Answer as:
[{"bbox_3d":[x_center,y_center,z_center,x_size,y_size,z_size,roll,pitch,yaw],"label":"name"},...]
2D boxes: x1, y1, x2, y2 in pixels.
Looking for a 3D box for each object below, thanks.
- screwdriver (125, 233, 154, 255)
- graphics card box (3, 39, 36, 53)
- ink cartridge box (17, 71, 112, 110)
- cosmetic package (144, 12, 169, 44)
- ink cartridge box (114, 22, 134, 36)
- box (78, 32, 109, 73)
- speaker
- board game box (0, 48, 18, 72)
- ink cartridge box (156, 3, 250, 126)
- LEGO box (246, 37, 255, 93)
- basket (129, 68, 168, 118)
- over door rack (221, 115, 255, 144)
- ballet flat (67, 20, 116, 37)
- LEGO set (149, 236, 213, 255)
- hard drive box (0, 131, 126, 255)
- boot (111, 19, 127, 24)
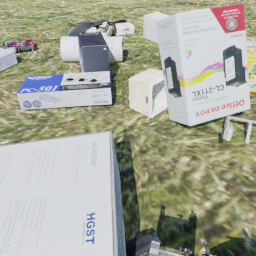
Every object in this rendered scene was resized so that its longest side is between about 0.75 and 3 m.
[{"bbox_3d":[-0.608,2.101,4.009,2.278,0.331,0.318,-20,63,-16],"label":"screwdriver"},{"bbox_3d":[-4.409,-3.292,11.324,1.178,0.300,0.739,-14,39,-16],"label":"graphics card box"},{"bbox_3d":[-1.720,-1.097,8.022,2.488,0.550,1.170,-4,34,-1],"label":"ink cartridge box"},{"bbox_3d":[1.567,-4.133,11.841,0.830,1.053,1.956,-26,42,-28],"label":"cosmetic package"},{"bbox_3d":[-0.226,-4.637,13.097,0.909,0.385,0.662,-11,38,-17],"label":"ink cartridge box"},{"bbox_3d":[-1.111,-2.198,8.926,0.826,1.341,1.330,-8,36,-12],"label":"box"},{"bbox_3d":[-1.299,-2.877,10.231,2.242,0.910,0.910,-1,36,0],"label":"speaker"},{"bbox_3d":[-5.671,-2.239,9.692,2.469,0.508,2.463,16,39,21],"label":"board game box"},{"bbox_3d":[1.855,-1.487,6.768,1.821,2.499,1.035,-15,15,-17],"label":"ink cartridge box"},{"bbox_3d":[3.265,-2.150,9.066,2.836,1.094,2.112,6,37,9],"label":"LEGO box"},{"bbox_3d":[0.632,-0.988,7.569,0.816,1.005,1.015,27,45,35],"label":"basket"},{"bbox_3d":[2.742,0.164,6.271,1.170,0.528,1.584,12,17,15],"label":"over door rack"},{"bbox_3d":[-1.397,-3.992,11.794,0.990,0.990,2.710,20,38,25],"label":"ballet flat"},{"bbox_3d":[0.944,1.991,2.884,2.252,1.732,1.305,4,52,18],"label":"LEGO set"},{"bbox_3d":[-1.574,1.314,4.012,2.966,1.139,2.312,-8,36,1],"label":"hard drive box"},{"bbox_3d":[-0.809,-5.191,13.984,1.176,0.428,1.249,-30,38,-24],"label":"boot"}]
